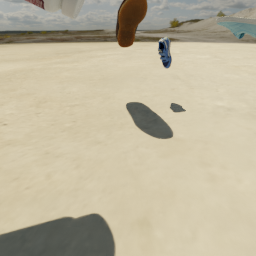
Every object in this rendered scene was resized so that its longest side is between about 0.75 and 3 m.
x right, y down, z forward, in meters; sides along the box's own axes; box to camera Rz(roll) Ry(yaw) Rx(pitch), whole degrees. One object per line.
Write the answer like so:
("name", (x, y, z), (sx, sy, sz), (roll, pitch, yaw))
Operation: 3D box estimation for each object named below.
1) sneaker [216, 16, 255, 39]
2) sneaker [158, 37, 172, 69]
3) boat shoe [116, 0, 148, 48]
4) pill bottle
("sneaker", (2.609, -2.422, 6.773), (0.442, 0.490, 1.195), (-9, 26, -34))
("sneaker", (1.486, -3.086, 11.618), (0.470, 1.270, 0.522), (10, 26, 44))
("boat shoe", (0.031, -4.499, 11.231), (1.040, 1.039, 2.956), (3, -19, -14))
("pill bottle", (-1.831, -3.091, 5.893), (1.838, 1.007, 1.007), (24, 19, -9))
